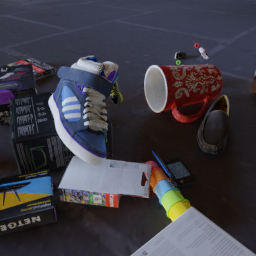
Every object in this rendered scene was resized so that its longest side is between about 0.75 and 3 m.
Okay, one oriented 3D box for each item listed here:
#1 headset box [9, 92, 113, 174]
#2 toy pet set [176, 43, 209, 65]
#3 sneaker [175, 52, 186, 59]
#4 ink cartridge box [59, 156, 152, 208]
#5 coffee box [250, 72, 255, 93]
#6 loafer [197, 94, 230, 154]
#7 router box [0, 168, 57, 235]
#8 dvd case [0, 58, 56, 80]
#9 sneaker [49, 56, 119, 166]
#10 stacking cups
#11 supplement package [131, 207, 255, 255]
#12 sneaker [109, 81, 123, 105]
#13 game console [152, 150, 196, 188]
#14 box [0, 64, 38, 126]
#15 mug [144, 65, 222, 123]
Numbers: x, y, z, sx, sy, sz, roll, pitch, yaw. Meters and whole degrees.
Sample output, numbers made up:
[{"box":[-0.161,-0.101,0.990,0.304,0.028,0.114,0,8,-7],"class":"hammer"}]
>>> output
[{"box":[-1.825,-0.045,7.900,2.626,1.218,2.287,-12,36,-18],"class":"headset box"},{"box":[2.711,-2.391,11.356,1.481,1.587,0.843,45,18,-5],"class":"toy pet set"},{"box":[2.673,-3.680,14.152,0.403,0.287,0.812,14,32,29],"class":"sneaker"},{"box":[-0.479,1.275,6.599,2.010,0.506,1.095,5,35,6],"class":"ink cartridge box"},{"box":[5.479,-1.897,11.228,0.853,0.595,1.492,15,37,21],"class":"coffee box"},{"box":[2.612,-0.167,8.397,0.887,0.881,2.436,11,36,14],"class":"loafer"},{"box":[-2.526,1.613,6.077,1.797,0.459,1.341,-11,33,-15],"class":"router box"},{"box":[-4.847,-2.403,12.261,1.974,0.298,2.704,27,42,34],"class":"dvd case"},{"box":[-0.758,-0.605,6.183,0.993,1.804,2.464,24,23,-48],"class":"sneaker"},{"box":[0.828,1.436,6.324,0.583,0.583,1.926,-14,34,-19],"class":"stacking cups"},{"box":[1.113,2.502,3.902,1.469,1.458,1.936,-25,41,-33],"class":"supplement package"},{"box":[-0.516,-1.286,9.710,0.420,1.127,0.477,-22,26,20],"class":"sneaker"},{"box":[1.155,0.945,7.022,0.838,0.581,0.982,-12,37,-16],"class":"game console"},{"box":[-3.856,-1.228,9.690,1.373,1.191,2.246,-10,35,-15],"class":"box"},{"box":[2.016,-1.247,9.869,2.367,2.101,1.579,-11,-1,-22],"class":"mug"}]
